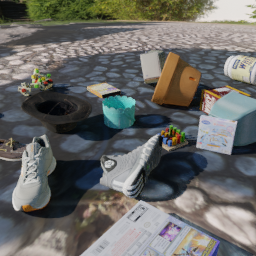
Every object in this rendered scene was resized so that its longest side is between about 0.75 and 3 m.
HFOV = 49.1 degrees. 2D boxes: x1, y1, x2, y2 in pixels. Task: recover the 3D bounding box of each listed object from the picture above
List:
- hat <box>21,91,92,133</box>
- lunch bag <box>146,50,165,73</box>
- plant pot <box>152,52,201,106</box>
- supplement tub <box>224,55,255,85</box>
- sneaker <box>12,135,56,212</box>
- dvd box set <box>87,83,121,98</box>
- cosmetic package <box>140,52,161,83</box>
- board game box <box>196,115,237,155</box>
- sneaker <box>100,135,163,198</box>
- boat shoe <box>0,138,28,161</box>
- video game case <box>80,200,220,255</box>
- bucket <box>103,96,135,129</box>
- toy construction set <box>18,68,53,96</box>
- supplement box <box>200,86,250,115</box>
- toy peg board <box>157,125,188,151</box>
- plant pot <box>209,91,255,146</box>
[{"bbox_3d":[-2.762,-0.475,10.964,2.640,1.065,2.640,7,32,-5],"label":"hat"},{"bbox_3d":[1.498,-3.830,16.918,1.163,1.669,1.400,11,28,21],"label":"lunch bag"},{"bbox_3d":[2.285,-2.054,12.951,1.689,2.413,2.413,22,30,5],"label":"plant pot"},{"bbox_3d":[6.816,-3.405,16.286,1.457,1.457,2.010,-20,33,-34],"label":"supplement tub"},{"bbox_3d":[-2.595,1.110,7.616,0.986,1.198,2.604,-4,27,-7],"label":"sneaker"},{"bbox_3d":[-1.291,-2.008,14.881,1.160,0.233,1.586,-18,32,-32],"label":"dvd box set"},{"bbox_3d":[1.220,-3.158,14.968,0.893,1.321,2.511,-9,5,5],"label":"cosmetic package"},{"bbox_3d":[2.954,0.229,9.397,1.171,1.168,0.241,13,28,22],"label":"board game box"},{"bbox_3d":[0.011,0.876,8.351,1.546,1.005,2.677,9,29,22],"label":"sneaker"},{"bbox_3d":[-4.006,0.649,9.216,1.929,0.574,0.693,3,27,7],"label":"boat shoe"},{"bbox_3d":[0.423,2.570,5.480,1.981,0.497,2.185,19,33,33],"label":"video game case"},{"bbox_3d":[-0.356,-0.653,11.412,1.440,0.937,1.440,0,27,0],"label":"bucket"},{"bbox_3d":[-4.814,-2.422,14.873,1.396,0.981,2.129,26,36,-2],"label":"toy construction set"},{"bbox_3d":[4.189,-1.102,12.248,1.462,0.971,1.442,-11,29,-20],"label":"supplement box"},{"bbox_3d":[1.520,0.309,10.030,0.927,0.455,0.931,-16,31,-30],"label":"toy peg board"},{"bbox_3d":[3.727,-0.210,10.028,1.551,1.522,1.518,-22,34,-26],"label":"plant pot"}]
